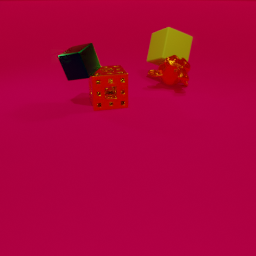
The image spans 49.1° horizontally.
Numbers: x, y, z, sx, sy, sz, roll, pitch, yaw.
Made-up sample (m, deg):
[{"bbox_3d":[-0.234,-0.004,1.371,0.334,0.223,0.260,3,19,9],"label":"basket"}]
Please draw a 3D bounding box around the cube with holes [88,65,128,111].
[{"bbox_3d":[-0.619,-1.245,8.519,1.047,1.047,1.047,-6,27,-12],"label":"cube with holes"}]

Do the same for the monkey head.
[{"bbox_3d":[1.607,-1.822,9.655,1.704,1.027,1.226,10,47,-24],"label":"monkey head"}]

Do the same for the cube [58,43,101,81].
[{"bbox_3d":[-1.342,-1.844,7.822,0.753,0.753,0.753,-1,34,28],"label":"cube"}]

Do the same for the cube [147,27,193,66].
[{"bbox_3d":[1.535,-2.926,10.441,1.120,1.120,1.120,11,1,-27],"label":"cube"}]
